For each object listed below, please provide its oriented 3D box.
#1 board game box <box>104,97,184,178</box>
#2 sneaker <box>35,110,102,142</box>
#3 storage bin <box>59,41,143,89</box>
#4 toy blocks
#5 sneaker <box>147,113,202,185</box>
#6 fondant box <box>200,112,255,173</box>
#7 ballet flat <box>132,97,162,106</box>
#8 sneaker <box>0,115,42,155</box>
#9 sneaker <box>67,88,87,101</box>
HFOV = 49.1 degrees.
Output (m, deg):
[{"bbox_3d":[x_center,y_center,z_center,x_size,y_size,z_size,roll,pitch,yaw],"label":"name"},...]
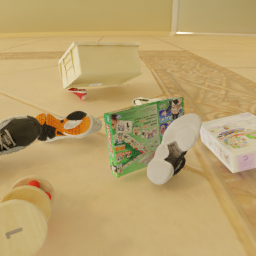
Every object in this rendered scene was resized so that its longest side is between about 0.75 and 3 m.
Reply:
[{"bbox_3d":[0.474,0.144,6.341,2.051,1.380,0.299,-15,17,-32],"label":"board game box"},{"bbox_3d":[-1.715,0.017,7.953,2.196,0.831,1.010,-1,-8,30],"label":"sneaker"},{"bbox_3d":[-1.220,-2.540,11.773,2.747,1.287,2.727,-9,0,-27],"label":"storage bin"},{"bbox_3d":[-2.118,1.086,4.454,1.858,0.810,2.230,18,-1,-12],"label":"toy blocks"},{"bbox_3d":[1.025,0.415,5.872,0.612,1.620,0.922,35,12,20],"label":"sneaker"},{"bbox_3d":[2.780,0.267,6.869,1.437,0.580,1.991,-13,18,-1],"label":"fondant box"},{"bbox_3d":[0.719,-0.842,10.079,0.529,0.529,1.524,-18,22,-36],"label":"ballet flat"},{"bbox_3d":[-3.058,0.539,6.195,2.300,0.863,1.328,-20,27,3],"label":"sneaker"},{"bbox_3d":[-2.045,-1.336,11.309,0.834,0.482,0.327,10,33,22],"label":"sneaker"}]
